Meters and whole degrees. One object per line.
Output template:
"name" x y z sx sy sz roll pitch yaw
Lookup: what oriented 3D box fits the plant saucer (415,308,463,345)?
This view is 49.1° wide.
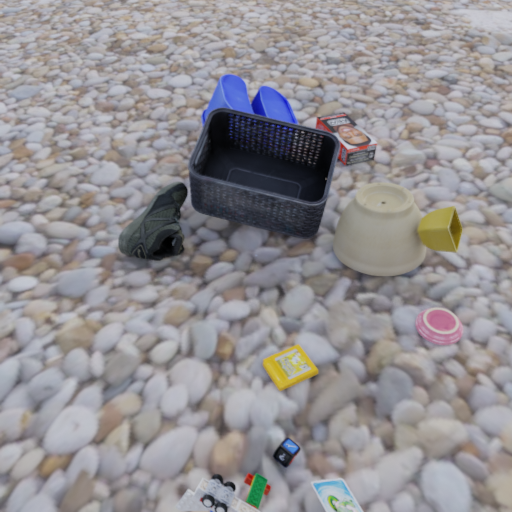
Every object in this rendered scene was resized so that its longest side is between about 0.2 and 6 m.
"plant saucer" 3.227 1.197 9.842 0.810 0.205 0.810 1 42 0

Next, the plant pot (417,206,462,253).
"plant pot" 3.314 -0.460 10.183 0.638 0.619 0.623 -4 43 36

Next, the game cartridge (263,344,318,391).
"game cartridge" 0.547 1.825 9.215 0.731 0.119 0.645 -19 46 -21

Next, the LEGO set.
"LEGO set" 0.513 3.596 6.723 2.308 0.758 3.090 10 30 -35

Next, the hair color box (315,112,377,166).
"hair color box" 2.249 -2.989 14.204 0.863 0.521 1.700 -15 45 -17

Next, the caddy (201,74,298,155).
"caddy" -0.226 -3.098 13.624 2.075 1.540 2.935 12 37 -20

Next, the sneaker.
"sneaker" -1.753 -0.663 11.478 1.202 0.802 2.098 19 49 17

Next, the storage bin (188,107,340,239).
"storage bin" 0.152 -1.684 11.456 2.769 1.298 1.872 14 61 5

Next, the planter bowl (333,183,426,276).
"planter bowl" 2.460 -0.648 10.960 1.841 1.239 1.841 -2 38 1
